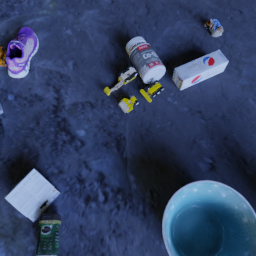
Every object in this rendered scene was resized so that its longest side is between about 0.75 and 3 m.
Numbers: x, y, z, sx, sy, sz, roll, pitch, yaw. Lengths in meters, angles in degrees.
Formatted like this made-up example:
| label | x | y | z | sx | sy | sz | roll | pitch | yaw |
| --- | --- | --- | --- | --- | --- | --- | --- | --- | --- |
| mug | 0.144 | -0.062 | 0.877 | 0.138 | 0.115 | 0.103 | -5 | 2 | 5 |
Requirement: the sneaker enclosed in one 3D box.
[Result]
| label | x | y | z | sx | sy | sz | roll | pitch | yaw |
| --- | --- | --- | --- | --- | --- | --- | --- | --- | --- |
| sneaker | -4.738 | -3.552 | 12.370 | 1.055 | 1.160 | 2.623 | 4 | 64 | 3 |

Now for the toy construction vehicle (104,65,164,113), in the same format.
| label | x | y | z | sx | sy | sz | roll | pitch | yaw |
| --- | --- | --- | --- | --- | --- | --- | --- | --- | --- |
| toy construction vehicle | 0.226 | -1.598 | 11.824 | 1.990 | 0.701 | 1.732 | -40 | 83 | -13 |

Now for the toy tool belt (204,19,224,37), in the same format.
| label | x | y | z | sx | sy | sz | roll | pitch | yaw |
| --- | --- | --- | --- | --- | --- | --- | --- | --- | --- |
| toy tool belt | 4.114 | -4.863 | 13.248 | 0.643 | 0.633 | 1.030 | -23 | 67 | -10 |

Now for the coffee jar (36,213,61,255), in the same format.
| label | x | y | z | sx | sy | sz | roll | pitch | yaw |
| --- | --- | --- | --- | --- | --- | --- | --- | --- | --- |
| coffee jar | -2.652 | 3.570 | 9.411 | 0.708 | 0.579 | 1.357 | -4 | 65 | 8 |

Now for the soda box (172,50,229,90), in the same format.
| label | x | y | z | sx | sy | sz | roll | pitch | yaw |
| --- | --- | --- | --- | --- | --- | --- | --- | --- | --- |
| soda box | 3.103 | -2.497 | 12.083 | 2.296 | 0.782 | 0.731 | -24 | 68 | -11 |

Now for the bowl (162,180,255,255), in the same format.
| label | x | y | z | sx | sy | sz | roll | pitch | yaw |
| --- | --- | --- | --- | --- | --- | --- | --- | --- | --- |
| bowl | 2.443 | 3.322 | 8.936 | 2.991 | 1.565 | 2.991 | 1 | 65 | -3 |

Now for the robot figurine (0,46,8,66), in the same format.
| label | x | y | z | sx | sy | sz | roll | pitch | yaw |
| --- | --- | --- | --- | --- | --- | --- | --- | --- | --- |
| robot figurine | -5.622 | -3.213 | 12.670 | 0.794 | 0.319 | 1.096 | 3 | 65 | 1 |

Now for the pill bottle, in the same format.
| label | x | y | z | sx | sy | sz | roll | pitch | yaw |
| --- | --- | --- | --- | --- | --- | --- | --- | --- | --- |
| pill bottle | 0.719 | -2.963 | 12.121 | 1.086 | 1.086 | 1.907 | -24 | 68 | -11 |

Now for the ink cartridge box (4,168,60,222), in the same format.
| label | x | y | z | sx | sy | sz | roll | pitch | yaw |
| --- | --- | --- | --- | --- | --- | --- | --- | --- | --- |
| ink cartridge box | -3.359 | 2.369 | 9.918 | 1.371 | 0.279 | 1.374 | -48 | 109 | -23 |

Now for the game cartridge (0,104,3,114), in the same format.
| label | x | y | z | sx | sy | sz | roll | pitch | yaw |
| --- | --- | --- | --- | --- | --- | --- | --- | --- | --- |
| game cartridge | -5.801 | -0.941 | 11.515 | 0.942 | 0.289 | 1.414 | -34 | 64 | -27 |

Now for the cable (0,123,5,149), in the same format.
| label | x | y | z | sx | sy | sz | roll | pitch | yaw |
| --- | --- | --- | --- | --- | --- | --- | --- | --- | --- |
| cable | -5.599 | 0.440 | 10.990 | 1.443 | 0.449 | 1.769 | -12 | 62 | 3 |
